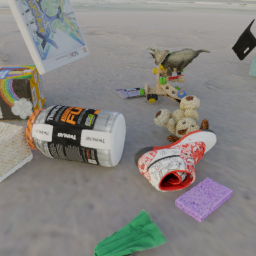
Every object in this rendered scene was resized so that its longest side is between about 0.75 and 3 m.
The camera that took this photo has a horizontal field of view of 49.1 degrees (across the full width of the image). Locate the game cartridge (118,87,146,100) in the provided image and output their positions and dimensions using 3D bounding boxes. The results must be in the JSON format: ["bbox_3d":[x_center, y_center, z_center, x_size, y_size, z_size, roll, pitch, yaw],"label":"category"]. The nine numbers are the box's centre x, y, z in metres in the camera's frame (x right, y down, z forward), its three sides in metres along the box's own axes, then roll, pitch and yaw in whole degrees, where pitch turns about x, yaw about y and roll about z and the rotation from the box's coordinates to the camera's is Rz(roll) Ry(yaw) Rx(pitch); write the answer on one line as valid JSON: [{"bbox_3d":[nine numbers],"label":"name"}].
[{"bbox_3d":[0.276,-1.589,12.800,1.302,0.250,0.844,-9,34,-16],"label":"game cartridge"}]

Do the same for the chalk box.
[{"bbox_3d":[-4.853,-1.385,10.824,2.748,1.715,1.703,0,28,-2],"label":"chalk box"}]

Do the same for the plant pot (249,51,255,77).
[{"bbox_3d":[8.491,-3.792,14.507,2.672,2.664,2.721,-22,40,-35],"label":"plant pot"}]

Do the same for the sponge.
[{"bbox_3d":[1.834,1.674,6.718,1.316,0.196,0.734,-23,36,-36],"label":"sponge"}]

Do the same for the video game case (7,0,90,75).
[{"bbox_3d":[-2.327,-3.200,8.439,0.292,2.657,2.422,-9,21,31],"label":"video game case"}]

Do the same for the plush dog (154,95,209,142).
[{"bbox_3d":[1.863,-0.048,9.243,1.645,1.320,1.413,-26,44,7],"label":"plush dog"}]

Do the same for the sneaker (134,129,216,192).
[{"bbox_3d":[1.598,0.887,7.513,2.598,0.868,1.393,-15,32,-18],"label":"sneaker"}]

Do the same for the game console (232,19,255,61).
[{"bbox_3d":[4.480,-3.282,10.486,0.658,1.131,0.995,-23,74,-17],"label":"game console"}]

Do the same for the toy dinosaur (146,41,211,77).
[{"bbox_3d":[1.519,-2.024,8.319,1.965,0.756,1.005,0,-6,3],"label":"toy dinosaur"}]

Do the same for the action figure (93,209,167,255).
[{"bbox_3d":[-0.095,2.255,5.424,1.479,0.404,0.873,-21,35,-22],"label":"action figure"}]

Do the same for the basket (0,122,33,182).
[{"bbox_3d":[-3.673,0.582,7.826,1.358,1.102,1.371,10,28,21],"label":"basket"}]

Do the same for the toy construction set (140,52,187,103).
[{"bbox_3d":[1.503,-2.007,12.249,1.927,2.092,2.508,-7,6,13],"label":"toy construction set"}]

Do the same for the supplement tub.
[{"bbox_3d":[-1.458,0.185,8.055,2.560,1.569,1.569,7,29,11],"label":"supplement tub"}]
